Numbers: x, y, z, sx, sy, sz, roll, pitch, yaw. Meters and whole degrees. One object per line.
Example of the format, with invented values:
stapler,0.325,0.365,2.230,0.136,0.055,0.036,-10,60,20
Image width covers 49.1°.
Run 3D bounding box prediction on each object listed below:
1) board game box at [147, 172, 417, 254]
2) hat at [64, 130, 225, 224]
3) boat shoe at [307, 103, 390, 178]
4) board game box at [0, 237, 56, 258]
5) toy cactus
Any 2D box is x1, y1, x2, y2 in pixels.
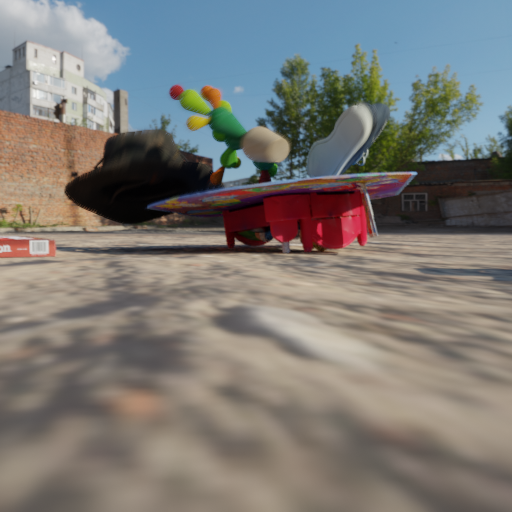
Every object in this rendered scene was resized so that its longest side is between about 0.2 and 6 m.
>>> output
board game box,0.690,-0.608,11.416,4.738,1.168,5.997,-6,0,10
hat,-2.253,-1.758,11.308,3.300,1.331,3.300,-9,-14,-2
boat shoe,1.498,-1.868,9.450,0.660,0.799,2.133,-20,-17,-25
board game box,-4.762,-0.179,9.996,1.690,0.319,3.283,-1,3,-31
toy cactus,-0.294,-1.873,9.310,1.992,1.234,2.414,29,-15,50
